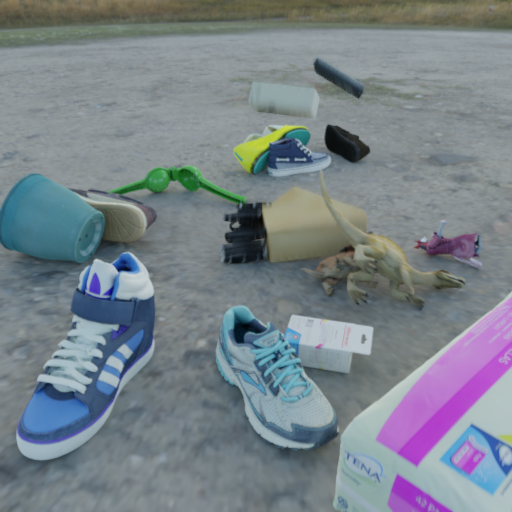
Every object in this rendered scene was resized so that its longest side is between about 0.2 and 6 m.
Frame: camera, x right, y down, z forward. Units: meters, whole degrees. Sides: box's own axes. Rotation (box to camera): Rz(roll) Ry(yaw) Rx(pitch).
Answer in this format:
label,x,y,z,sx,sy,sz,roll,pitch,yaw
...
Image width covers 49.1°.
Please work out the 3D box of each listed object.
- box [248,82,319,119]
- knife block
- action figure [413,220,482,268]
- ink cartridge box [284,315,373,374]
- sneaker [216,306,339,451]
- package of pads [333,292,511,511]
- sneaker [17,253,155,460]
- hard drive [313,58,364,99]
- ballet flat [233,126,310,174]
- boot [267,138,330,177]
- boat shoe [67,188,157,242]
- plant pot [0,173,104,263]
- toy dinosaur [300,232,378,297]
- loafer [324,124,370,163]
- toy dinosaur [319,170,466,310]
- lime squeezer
label,x,y,z,sx,sy,sz,roll,pitch,yaw
box,0.577,-3.224,11.621,1.362,0.466,0.560,12,-2,19
knife block,0.569,-0.357,10.492,2.407,0.770,2.113,24,49,32
action figure,3.631,-0.149,10.669,1.235,0.920,0.827,-4,-17,21
ink cartridge box,1.030,1.275,8.034,1.211,0.411,0.697,7,29,13
sneaker,0.150,1.459,7.066,0.911,1.013,2.346,-18,33,-29
package of pads,3.283,1.996,5.682,4.087,1.394,3.157,-25,37,-38
sneaker,-2.148,1.000,7.014,1.027,1.866,2.548,11,31,19
hard drive,1.808,-3.889,12.302,1.183,0.195,0.826,32,11,3
ballet flat,0.420,-3.117,15.405,0.965,0.962,2.880,36,44,18
boot,1.185,-2.698,14.830,1.922,0.868,0.699,-17,33,-28
boat shoe,-3.304,-0.878,11.511,2.739,0.985,0.887,9,17,23
plant pot,-3.713,-0.580,10.480,1.447,1.540,1.540,21,32,6
toy dinosaur,1.478,0.157,9.898,1.543,0.662,1.046,-13,27,-8
loafer,2.597,-3.214,16.085,0.683,0.699,1.915,-9,39,-23
toy dinosaur,1.969,-0.001,9.429,3.121,0.908,1.578,35,40,0
lime squeezer,-2.035,-1.595,13.319,3.560,0.672,1.257,0,60,-1
